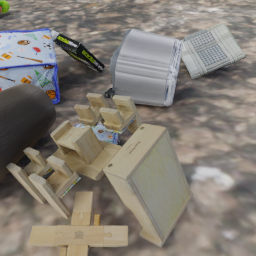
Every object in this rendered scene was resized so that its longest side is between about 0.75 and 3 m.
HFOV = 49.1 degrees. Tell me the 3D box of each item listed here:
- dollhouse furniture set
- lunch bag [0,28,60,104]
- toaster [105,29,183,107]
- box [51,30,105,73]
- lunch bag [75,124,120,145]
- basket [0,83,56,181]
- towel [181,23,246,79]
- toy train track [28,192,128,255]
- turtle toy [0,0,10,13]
[{"bbox_3d":[-0.378,0.811,5.503,2.725,1.810,2.389,12,49,42],"label":"dollhouse furniture set"},{"bbox_3d":[-3.521,-1.742,8.300,2.731,1.691,2.322,-7,42,-17],"label":"lunch bag"},{"bbox_3d":[0.563,-1.743,8.334,1.854,1.631,2.871,10,42,8],"label":"toaster"},{"bbox_3d":[-1.740,-2.596,9.558,1.562,1.509,0.371,33,87,32],"label":"box"},{"bbox_3d":[-0.797,0.273,6.848,1.187,0.448,0.951,4,38,6],"label":"lunch bag"},{"bbox_3d":[-2.785,0.061,6.131,1.616,2.143,2.376,33,35,1],"label":"basket"},{"bbox_3d":[2.780,-2.769,9.726,1.923,0.345,1.997,-21,53,11],"label":"towel"},{"bbox_3d":[-0.812,2.360,4.396,1.614,0.458,2.814,1,47,0],"label":"toy train track"},{"bbox_3d":[-6.777,-6.091,14.041,1.272,0.882,1.746,4,34,42],"label":"turtle toy"}]
